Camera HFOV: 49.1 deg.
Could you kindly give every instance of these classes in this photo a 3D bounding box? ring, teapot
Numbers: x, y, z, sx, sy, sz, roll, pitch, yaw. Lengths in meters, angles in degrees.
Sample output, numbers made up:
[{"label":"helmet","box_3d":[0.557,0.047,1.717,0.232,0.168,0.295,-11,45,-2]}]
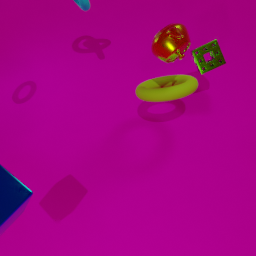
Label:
[{"label":"ring","box_3d":[1.022,-1.082,7.494,1.660,0.332,1.660,-10,21,4]},{"label":"teapot","box_3d":[1.026,-1.888,6.354,0.934,1.502,0.735,-34,80,-2]}]

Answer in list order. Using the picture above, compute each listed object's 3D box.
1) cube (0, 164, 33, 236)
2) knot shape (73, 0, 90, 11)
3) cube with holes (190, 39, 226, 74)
[{"label":"cube","box_3d":[-1.878,1.024,3.744,0.761,0.761,0.761,40,45,1]},{"label":"knot shape","box_3d":[-1.620,-4.174,8.015,1.838,1.720,0.849,-18,20,45]},{"label":"cube with holes","box_3d":[2.379,-2.125,8.388,0.746,0.746,0.746,-24,10,14]}]
